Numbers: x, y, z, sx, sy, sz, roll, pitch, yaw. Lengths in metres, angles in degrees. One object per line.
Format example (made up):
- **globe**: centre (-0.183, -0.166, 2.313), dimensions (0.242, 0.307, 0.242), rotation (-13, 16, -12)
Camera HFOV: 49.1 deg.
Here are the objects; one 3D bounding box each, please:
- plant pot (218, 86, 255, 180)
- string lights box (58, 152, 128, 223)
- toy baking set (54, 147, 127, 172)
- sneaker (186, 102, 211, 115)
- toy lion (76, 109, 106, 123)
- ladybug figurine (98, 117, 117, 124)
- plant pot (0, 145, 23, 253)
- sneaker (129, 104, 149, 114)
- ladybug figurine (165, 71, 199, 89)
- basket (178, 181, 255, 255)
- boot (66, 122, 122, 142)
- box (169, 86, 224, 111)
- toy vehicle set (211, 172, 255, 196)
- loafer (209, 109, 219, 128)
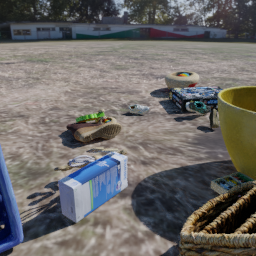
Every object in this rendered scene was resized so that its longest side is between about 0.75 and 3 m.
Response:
- **plant pot**: centre (3.764, 0.244, 7.386), dimensions (2.943, 2.089, 2.943), rotation (1, 21, 0)
- **string lights box**: centre (-0.719, 1.281, 6.415), dimensions (0.507, 0.883, 1.719), rotation (17, 27, 35)
- **toy baking set**: centre (-0.855, 0.837, 6.895), dimensions (1.636, 0.248, 2.131), rotation (-7, -16, -37)
- **sneaker**: centre (3.104, -0.871, 11.949), dimensions (1.231, 0.477, 0.561), rotation (6, -14, -25)
- **toy lion**: centre (-1.472, -0.386, 10.742), dimensions (1.118, 0.400, 1.166), rotation (-14, -1, -20)
- **ladybug figurine**: centre (-0.772, -0.146, 10.628), dimensions (0.652, 0.346, 0.961), rotation (-27, 28, -23)
- **plant pot**: centre (-3.538, 1.023, 5.120), dimensions (2.453, 2.454, 2.206), rotation (-14, 20, -26)
- **sneaker**: centre (0.470, -0.841, 12.276), dimensions (0.903, 0.365, 0.345), rotation (0, 60, 17)
- **ladybug figurine**: centre (3.118, -2.657, 16.147), dimensions (1.802, 0.955, 2.655), rotation (15, 26, 32)
- **basket**: centre (1.924, 1.553, 4.641), dimensions (2.302, 1.715, 1.643), rotation (-19, 29, -38)
- **boot**: centre (-1.231, -0.033, 10.074), dimensions (1.682, 0.608, 1.399), rotation (-15, 27, -29)
- **box**: centre (3.566, -1.468, 13.634), dimensions (2.675, 0.615, 2.126), rotation (-3, 22, -8)
- **toy vehicle set**: centre (2.889, 1.581, 6.582), dimensions (0.992, 0.212, 1.596), rotation (-12, 25, -27)
- **loafer**: centre (3.344, -0.339, 10.801), dimensions (0.318, 0.358, 0.942), rotation (19, 54, -6)
